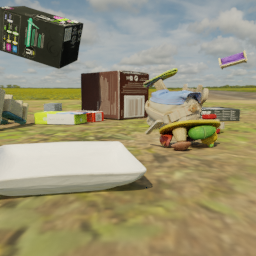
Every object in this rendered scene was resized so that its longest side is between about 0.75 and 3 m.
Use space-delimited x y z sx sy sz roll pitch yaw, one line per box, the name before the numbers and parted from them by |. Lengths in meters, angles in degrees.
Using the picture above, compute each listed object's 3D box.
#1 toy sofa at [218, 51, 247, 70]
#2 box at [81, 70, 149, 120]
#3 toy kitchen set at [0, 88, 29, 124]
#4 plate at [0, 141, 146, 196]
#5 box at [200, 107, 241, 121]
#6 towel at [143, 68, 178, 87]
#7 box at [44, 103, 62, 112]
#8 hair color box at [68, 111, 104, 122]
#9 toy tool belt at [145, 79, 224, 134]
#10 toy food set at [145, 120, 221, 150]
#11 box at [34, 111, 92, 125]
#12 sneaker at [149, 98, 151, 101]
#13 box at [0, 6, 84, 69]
toy sofa | 3.749 -2.443 10.034 0.932 0.386 0.455 -13 -11 25
box | -0.589 -1.456 12.453 2.416 1.984 2.005 6 9 41
toy kitchen set | -4.358 -0.404 8.829 1.674 1.231 2.090 1 -13 12
plate | -0.869 0.479 3.646 1.861 0.301 1.857 -1 8 -11
box | 3.220 -0.590 11.599 2.180 0.474 1.746 0 7 -3
towel | 1.215 -1.814 10.190 1.325 0.210 1.845 -25 4 11
box | -3.377 -0.800 12.670 0.492 0.628 1.010 1 7 6
hair color box | -1.655 -0.464 10.909 1.255 0.401 0.696 2 8 29
toy tool belt | 1.590 -0.700 8.193 1.542 1.518 2.470 -5 9 -37
toy food set | 1.129 0.207 5.487 1.556 0.508 0.916 -1 -17 -21
box | -2.302 -0.375 10.063 1.753 0.418 1.069 2 7 15
sneaker | 1.179 -1.289 15.374 1.438 0.938 0.572 4 9 35
box | -3.112 -3.297 10.036 2.406 1.496 1.787 18 26 6
